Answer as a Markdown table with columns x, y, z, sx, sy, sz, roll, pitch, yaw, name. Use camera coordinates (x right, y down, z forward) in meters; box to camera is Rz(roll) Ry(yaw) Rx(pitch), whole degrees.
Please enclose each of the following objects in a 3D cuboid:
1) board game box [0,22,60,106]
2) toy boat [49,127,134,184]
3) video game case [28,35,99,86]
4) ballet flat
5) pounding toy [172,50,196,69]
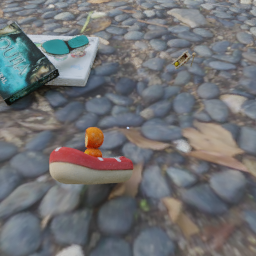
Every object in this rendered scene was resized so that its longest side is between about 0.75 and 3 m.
| x | y | z | sx | sy | sz | roll | pitch | yaw | name |
| --- | --- | --- | --- | --- | --- | --- | --- | --- | --- |
| -3.465 | -2.011 | 8.376 | 1.734 | 0.361 | 2.563 | -36 | 67 | -17 | board game box |
| -0.673 | 0.511 | 5.274 | 1.059 | 1.061 | 1.623 | -11 | -13 | 41 | toy boat |
| -2.618 | -2.359 | 9.416 | 2.944 | 0.349 | 2.680 | 4 | 44 | 4 | video game case |
| -1.957 | -2.474 | 8.783 | 1.749 | 0.627 | 0.627 | -25 | 47 | -38 | ballet flat |
| 1.761 | -2.035 | 8.510 | 0.780 | 0.446 | 0.447 | -38 | 85 | 8 | pounding toy |
